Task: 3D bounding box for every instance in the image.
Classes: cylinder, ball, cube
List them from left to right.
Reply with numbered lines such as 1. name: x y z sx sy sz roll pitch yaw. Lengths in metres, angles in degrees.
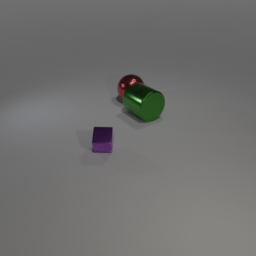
1. cube: -0.904 0.428 10.200 0.700 0.700 0.700 1 58 2
2. ball: 0.160 -1.973 13.969 1.400 1.400 1.400 0 30 0
3. cylinder: 0.695 -1.190 12.559 1.400 1.400 1.400 -19 34 -30
